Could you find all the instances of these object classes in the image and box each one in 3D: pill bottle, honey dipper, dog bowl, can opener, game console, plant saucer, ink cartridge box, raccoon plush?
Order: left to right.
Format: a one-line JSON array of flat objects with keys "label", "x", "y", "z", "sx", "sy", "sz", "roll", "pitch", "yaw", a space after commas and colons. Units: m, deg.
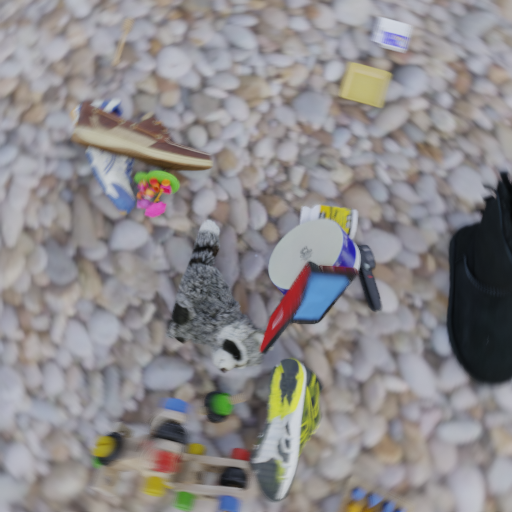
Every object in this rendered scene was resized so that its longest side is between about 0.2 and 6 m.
[{"label": "honey dipper", "x": -2.963, "y": -4.702, "z": 12.338, "sx": 0.216, "sy": 0.216, "sz": 1.139, "roll": 13, "pitch": 77, "yaw": 4}, {"label": "raccoon plush", "x": -0.452, "y": 0.725, "z": 10.198, "sx": 1.864, "sy": 1.346, "sz": 2.782, "roll": 16, "pitch": 73, "yaw": -3}, {"label": "game console", "x": 0.855, "y": 0.908, "z": 9.085, "sx": 0.915, "sy": 1.541, "sz": 1.328, "roll": 27, "pitch": 41, "yaw": -3}, {"label": "dog bowl", "x": 1.036, "y": 0.120, "z": 10.179, "sx": 1.598, "sy": 0.629, "sz": 1.598, "roll": -25, "pitch": 40, "yaw": 24}, {"label": "pill bottle", "x": 1.394, "y": -0.666, "z": 10.899, "sx": 1.057, "sy": 0.594, "sz": 0.594, "roll": 7, "pitch": 73, "yaw": 2}, {"label": "plant saucer", "x": 2.318, "y": -3.611, "z": 11.987, "sx": 0.899, "sy": 0.218, "sz": 0.899, "roll": 17, "pitch": 74, "yaw": 4}, {"label": "can opener", "x": 2.124, "y": 0.413, "z": 10.670, "sx": 0.527, "sy": 0.425, "sz": 1.340, "roll": -12, "pitch": 73, "yaw": -4}, {"label": "ink cartridge box", "x": 3.000, "y": -4.894, "z": 12.401, "sx": 0.700, "sy": 0.152, "sz": 0.694, "roll": 17, "pitch": 74, "yaw": 3}]

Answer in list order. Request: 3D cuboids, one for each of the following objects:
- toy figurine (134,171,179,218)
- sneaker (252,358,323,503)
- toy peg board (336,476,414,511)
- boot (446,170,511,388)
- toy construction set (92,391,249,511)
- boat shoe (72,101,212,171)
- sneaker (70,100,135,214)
[{"label": "toy figurine", "x": -2.037, "y": -1.146, "z": 10.900, "sx": 0.906, "sy": 0.680, "sz": 0.834, "roll": 9, "pitch": 58, "yaw": 4}, {"label": "sneaker", "x": 0.675, "y": 2.991, "z": 9.565, "sx": 0.993, "sy": 0.874, "sz": 2.347, "roll": 24, "pitch": 73, "yaw": -38}, {"label": "toy peg board", "x": 1.953, "y": 4.521, "z": 9.355, "sx": 1.188, "sy": 0.581, "sz": 1.183, "roll": 23, "pitch": 75, "yaw": 6}, {"label": "boot", "x": 4.208, "y": 0.461, "z": 9.450, "sx": 1.236, "sy": 2.737, "sz": 3.340, "roll": 0, "pitch": 74, "yaw": -1}, {"label": "toy construction set", "x": -1.452, "y": 3.718, "z": 8.993, "sx": 2.165, "sy": 2.350, "sz": 2.818, "roll": -20, "pitch": 66, "yaw": 25}, {"label": "boat shoe", "x": -2.055, "y": -2.275, "z": 10.644, "sx": 2.658, "sy": 0.959, "sz": 0.957, "roll": 11, "pitch": 88, "yaw": -19}, {"label": "sneaker", "x": -2.788, "y": -2.072, "z": 11.155, "sx": 1.110, "sy": 0.948, "sz": 2.517, "roll": -23, "pitch": 77, "yaw": -9}]
